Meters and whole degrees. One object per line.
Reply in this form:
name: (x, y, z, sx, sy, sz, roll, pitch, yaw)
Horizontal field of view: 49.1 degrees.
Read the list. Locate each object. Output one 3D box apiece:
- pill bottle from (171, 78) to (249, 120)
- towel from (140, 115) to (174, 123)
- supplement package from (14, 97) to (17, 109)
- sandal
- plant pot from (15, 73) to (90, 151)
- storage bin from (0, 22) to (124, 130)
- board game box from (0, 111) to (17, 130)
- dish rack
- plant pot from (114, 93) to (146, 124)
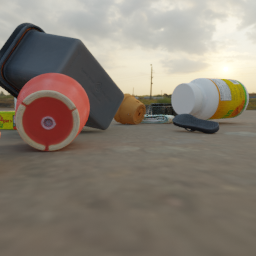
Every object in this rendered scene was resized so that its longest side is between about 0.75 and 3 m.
pill bottle: (3.023, -1.072, 10.418, 2.790, 1.549, 1.549, -5, 6, -34)
towel: (1.082, -0.376, 11.086, 1.385, 0.334, 1.186, 2, 6, 25)
supplement package: (-3.597, -0.781, 11.169, 1.108, 1.112, 1.896, 0, 4, 2)
sandal: (1.655, -0.051, 7.085, 0.517, 0.291, 1.359, -31, 32, -27)
plant pot: (-1.207, -0.216, 4.407, 1.248, 1.248, 1.104, -1, 15, -11)
storage bin: (-1.548, -0.984, 6.921, 1.896, 2.055, 2.823, 16, -19, 36)
board game box: (-3.157, -0.288, 8.766, 1.078, 0.505, 2.122, 1, 5, 13)
dish rack: (0.944, -0.785, 13.400, 2.991, 0.816, 2.294, 4, 5, 41)
plant pot: (0.112, -0.605, 10.103, 0.784, 1.120, 1.120, 24, 17, 32)
